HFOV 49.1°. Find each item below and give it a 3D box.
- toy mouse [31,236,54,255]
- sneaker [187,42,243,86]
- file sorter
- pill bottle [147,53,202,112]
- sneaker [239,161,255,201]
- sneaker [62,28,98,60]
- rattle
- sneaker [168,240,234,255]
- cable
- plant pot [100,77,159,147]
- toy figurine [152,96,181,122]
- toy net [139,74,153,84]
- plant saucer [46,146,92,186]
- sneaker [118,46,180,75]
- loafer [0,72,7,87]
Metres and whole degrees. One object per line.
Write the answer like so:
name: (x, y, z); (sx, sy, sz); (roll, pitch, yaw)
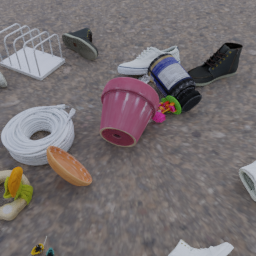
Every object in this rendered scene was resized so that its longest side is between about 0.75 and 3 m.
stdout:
toy mouse: (-1.954, 3.021, 6.432); (0.706, 0.154, 0.795); (32, 54, 28)
sneaker: (3.348, -2.597, 11.156); (2.517, 1.337, 0.941); (-19, 48, -18)
file sorter: (-4.155, -3.307, 11.804); (2.312, 1.440, 1.604); (21, 49, 20)
pill bottle: (1.694, -1.620, 10.154); (1.162, 1.162, 2.078); (-24, 66, -22)
sneaker: (4.039, 1.767, 7.228); (1.450, 0.924, 2.509); (-19, 39, -16)
sneaker: (-1.877, -4.006, 12.849); (1.268, 0.893, 2.387); (-35, 54, -27)
rattle: (-3.658, 1.352, 7.189); (2.198, 1.570, 1.431); (26, 70, 16)
sneaker: (1.583, 2.819, 6.349); (1.531, 0.564, 0.885); (-25, 53, -21)
cable: (-2.784, 0.183, 8.840); (2.147, 0.743, 2.147); (1, 47, 2)
plant pot: (-0.085, -0.388, 8.819); (1.850, 1.850, 1.656); (11, 62, 11)
toy figurine: (1.173, -0.592, 9.751); (0.930, 0.759, 1.011); (-35, 32, -19)
toy net: (1.265, -2.049, 11.336); (1.648, 0.318, 0.864); (9, 46, 9)
plant saucer: (-1.634, 1.069, 7.625); (0.283, 1.515, 1.515); (-49, 57, 2)
sneaker: (0.850, -2.815, 11.489); (2.759, 0.977, 1.008); (-14, 24, -20)
loafer: (-5.361, -2.026, 11.160); (0.613, 0.614, 1.756); (-35, 48, -23)
